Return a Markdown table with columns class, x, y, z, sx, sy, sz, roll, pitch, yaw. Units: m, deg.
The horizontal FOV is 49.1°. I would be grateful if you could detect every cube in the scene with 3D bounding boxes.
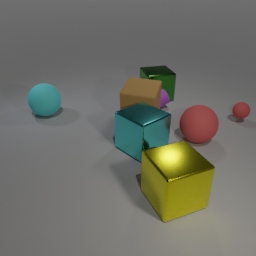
| class | x | y | z | sx | sy | sz | roll | pitch | yaw |
| --- | --- | --- | --- | --- | --- | --- | --- | --- | --- |
| cube | 1.277 | 1.384 | 7.593 | 1.400 | 1.400 | 1.400 | -12 | 32 | -20 |
| cube | 0.538 | -1.080 | 11.431 | 1.400 | 1.400 | 1.400 | 9 | 38 | 13 |
| cube | 0.501 | 0.089 | 9.834 | 1.400 | 1.400 | 1.400 | -23 | 37 | -37 |
| cube | 1.424 | -2.180 | 13.860 | 1.400 | 1.400 | 1.400 | -7 | 30 | -13 |

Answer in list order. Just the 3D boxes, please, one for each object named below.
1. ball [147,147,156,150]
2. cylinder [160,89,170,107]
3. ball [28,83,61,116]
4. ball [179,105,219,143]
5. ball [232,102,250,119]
| class | x | y | z | sx | sy | sz | roll | pitch | yaw |
| --- | --- | --- | --- | --- | --- | --- | --- | --- | --- |
| ball | 0.860 | 0.958 | 9.063 | 0.700 | 0.700 | 0.700 | 0 | 30 | 0 |
| cylinder | 1.451 | -1.336 | 12.900 | 0.700 | 0.700 | 0.700 | -26 | 34 | -5 |
| ball | -3.608 | -1.224 | 12.150 | 1.400 | 1.400 | 1.400 | 0 | 30 | 0 |
| ball | 2.597 | -0.148 | 10.269 | 1.400 | 1.400 | 1.400 | 0 | 30 | 0 |
| ball | 4.734 | -0.736 | 11.706 | 0.700 | 0.700 | 0.700 | 0 | 30 | 0 |
